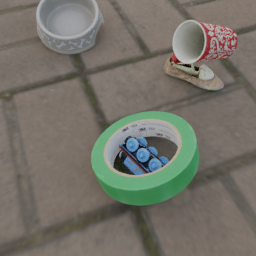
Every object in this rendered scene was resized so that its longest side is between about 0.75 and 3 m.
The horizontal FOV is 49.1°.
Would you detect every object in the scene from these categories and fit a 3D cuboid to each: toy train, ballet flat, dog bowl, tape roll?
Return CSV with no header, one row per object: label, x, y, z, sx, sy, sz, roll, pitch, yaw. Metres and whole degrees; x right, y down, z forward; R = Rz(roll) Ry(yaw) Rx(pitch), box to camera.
toy train,0.383,0.913,7.476,1.589,0.908,0.689,41,22,26
ballet flat,2.278,-1.914,9.636,2.183,0.734,0.743,19,54,13
dog bowl,-2.256,-4.192,10.754,2.656,0.779,2.656,1,73,-2
tape roll,0.425,0.668,7.314,2.738,0.658,2.738,-11,40,9

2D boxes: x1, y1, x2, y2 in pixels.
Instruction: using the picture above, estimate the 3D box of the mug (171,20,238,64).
mug,2.310,-2.654,8.729,1.821,1.215,1.616,-13,18,-37
